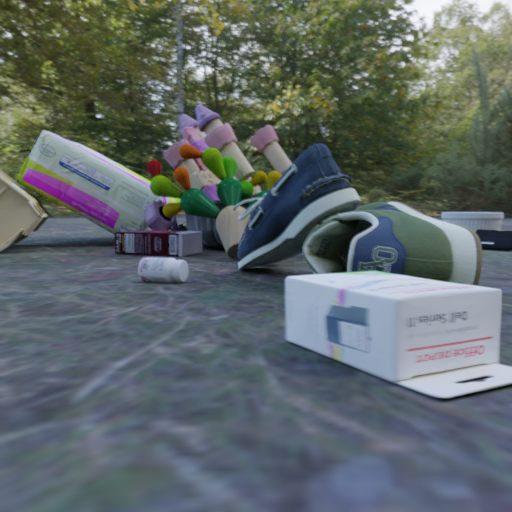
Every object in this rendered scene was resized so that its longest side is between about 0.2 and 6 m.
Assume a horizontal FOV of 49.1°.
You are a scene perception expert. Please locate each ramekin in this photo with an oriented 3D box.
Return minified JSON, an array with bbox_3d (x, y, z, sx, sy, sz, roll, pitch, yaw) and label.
[{"bbox_3d":[5.685,-0.749,14.771,1.522,0.799,1.522,-1,5,0],"label":"ramekin"}]

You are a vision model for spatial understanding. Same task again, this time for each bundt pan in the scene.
[{"bbox_3d":[-0.293,-0.701,12.571,2.802,1.052,2.802,0,5,0],"label":"bundt pan"}]

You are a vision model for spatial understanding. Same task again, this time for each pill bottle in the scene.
[{"bbox_3d":[-1.149,0.181,6.954,0.556,0.315,0.315,2,5,19],"label":"pill bottle"}]

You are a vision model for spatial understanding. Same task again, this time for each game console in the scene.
[{"bbox_3d":[5.428,-0.200,12.457,1.040,0.688,1.182,-37,23,-27],"label":"game console"}]

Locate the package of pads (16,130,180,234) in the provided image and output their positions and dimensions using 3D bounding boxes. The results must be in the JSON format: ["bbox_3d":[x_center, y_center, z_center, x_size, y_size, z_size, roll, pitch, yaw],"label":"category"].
[{"bbox_3d":[-3.996,-1.734,15.044,3.443,1.520,4.456,28,3,-2],"label":"package of pads"}]

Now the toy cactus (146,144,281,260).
[{"bbox_3d":[-0.565,-0.903,10.481,2.912,2.402,1.489,9,-44,-23],"label":"toy cactus"}]

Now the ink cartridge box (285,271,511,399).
[{"bbox_3d":[0.891,0.402,3.459,0.837,0.481,1.430,-3,6,-29],"label":"ink cartridge box"}]

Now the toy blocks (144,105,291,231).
[{"bbox_3d":[-1.266,-2.196,12.998,2.980,2.508,2.785,-37,-6,28],"label":"toy blocks"}]

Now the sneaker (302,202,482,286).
[{"bbox_3d":[1.162,-0.153,6.483,1.366,1.020,3.043,4,7,-12],"label":"sneaker"}]

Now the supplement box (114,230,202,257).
[{"bbox_3d":[-1.930,-0.261,11.076,1.532,0.466,0.834,3,6,22],"label":"supplement box"}]

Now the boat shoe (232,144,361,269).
[{"bbox_3d":[0.337,-0.510,7.385,1.065,0.879,2.844,-18,-10,-20],"label":"boat shoe"}]

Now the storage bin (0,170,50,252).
[{"bbox_3d":[-6.079,-1.366,12.176,2.835,1.338,2.855,40,-7,-16],"label":"storage bin"}]
